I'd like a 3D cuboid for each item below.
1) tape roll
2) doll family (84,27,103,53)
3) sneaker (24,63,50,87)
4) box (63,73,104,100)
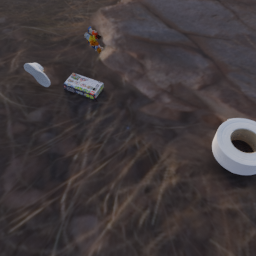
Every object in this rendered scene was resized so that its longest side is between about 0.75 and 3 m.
[{"bbox_3d":[3.143,0.484,7.686,1.575,0.551,1.575,0,53,0],"label":"tape roll"},{"bbox_3d":[-1.179,-2.932,9.737,0.650,1.047,0.472,42,77,17],"label":"doll family"},{"bbox_3d":[-2.879,-1.807,9.303,1.021,0.376,0.590,43,23,-3],"label":"sneaker"},{"bbox_3d":[-1.484,-1.399,9.316,1.194,0.207,0.657,21,57,16],"label":"box"}]
